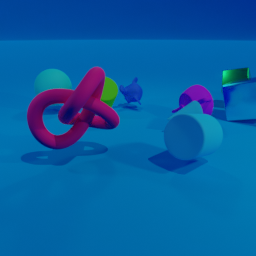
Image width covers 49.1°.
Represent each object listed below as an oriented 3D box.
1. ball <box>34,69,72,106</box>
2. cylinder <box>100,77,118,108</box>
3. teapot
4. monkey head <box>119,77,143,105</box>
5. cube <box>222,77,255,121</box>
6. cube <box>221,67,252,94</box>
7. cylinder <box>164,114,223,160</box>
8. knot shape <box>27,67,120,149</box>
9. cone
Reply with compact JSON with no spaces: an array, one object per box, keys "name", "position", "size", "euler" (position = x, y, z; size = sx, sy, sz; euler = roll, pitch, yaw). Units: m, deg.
[{"name":"ball","position":[-2.758,-1.492,10.329],"size":[1.353,1.353,1.353],"euler":[0,19,0]},{"name":"cylinder","position":[-0.887,-1.105,9.498],"size":[0.941,0.941,0.941],"euler":[-7,-22,-19]},{"name":"teapot","position":[2.149,-0.770,9.350],"size":[0.970,1.232,1.982],"euler":[-16,-2,-19]},{"name":"monkey head","position":[0.140,-1.443,10.944],"size":[0.764,1.268,0.913],"euler":[-17,-28,22]},{"name":"cube","position":[4.076,-1.016,9.525],"size":[1.240,1.240,1.240],"euler":[-4,13,39]},{"name":"cube","position":[4.363,-1.689,11.197],"size":[0.989,0.989,0.989],"euler":[-2,-24,31]},{"name":"cylinder","position":[1.462,0.174,6.243],"size":[0.983,0.983,0.983],"euler":[16,12,38]},{"name":"knot shape","position":[-1.244,-0.322,6.269],"size":[1.955,2.089,0.965],"euler":[-24,60,-12]},{"name":"cone","position":[1.595,-0.306,8.358],"size":[0.946,0.942,0.942],"euler":[-6,20,-12]}]
